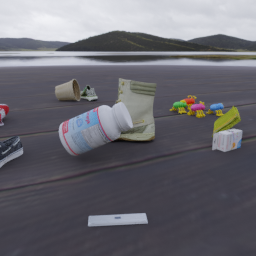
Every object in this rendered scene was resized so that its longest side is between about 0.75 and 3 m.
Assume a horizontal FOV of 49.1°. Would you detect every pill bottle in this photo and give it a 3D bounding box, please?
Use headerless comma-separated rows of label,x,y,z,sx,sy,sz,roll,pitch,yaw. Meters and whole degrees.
pill bottle,-0.721,-0.005,6.439,1.551,0.844,0.844,-23,12,12

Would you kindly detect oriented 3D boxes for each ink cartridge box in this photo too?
ink cartridge box,2.563,0.323,7.220,0.822,0.473,0.279,-10,19,-32

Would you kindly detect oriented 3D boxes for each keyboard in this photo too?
keyboard,-0.154,1.392,4.257,0.887,0.047,0.250,-1,11,-5

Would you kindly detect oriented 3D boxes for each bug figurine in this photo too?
bug figurine,2.777,-0.902,11.442,1.645,0.546,2.121,-12,20,-37

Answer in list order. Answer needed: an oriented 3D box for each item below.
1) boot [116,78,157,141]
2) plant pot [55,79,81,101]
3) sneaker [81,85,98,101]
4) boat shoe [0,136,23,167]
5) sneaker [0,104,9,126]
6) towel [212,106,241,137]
boot,-0.312,-0.536,7.875,2.206,1.706,0.795,3,10,4
plant pot,-3.042,-1.818,14.034,1.013,1.106,1.106,-9,14,11
sneaker,-2.049,-1.879,14.534,0.641,0.739,1.668,-10,19,-31
boat shoe,-2.944,0.554,6.322,0.544,0.515,1.518,5,17,19
sneaker,-4.524,-0.456,9.842,0.868,0.550,1.543,2,23,20
towel,2.877,-0.222,8.297,0.866,0.182,2.012,-39,-2,22
